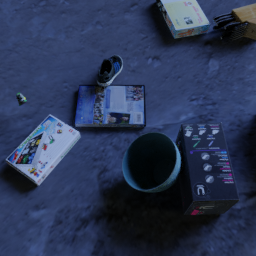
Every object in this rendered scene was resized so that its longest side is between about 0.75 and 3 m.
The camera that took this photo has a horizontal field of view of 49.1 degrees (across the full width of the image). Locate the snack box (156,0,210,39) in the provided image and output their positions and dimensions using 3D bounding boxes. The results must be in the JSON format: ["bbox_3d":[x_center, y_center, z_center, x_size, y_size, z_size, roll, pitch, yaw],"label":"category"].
[{"bbox_3d":[2.468,-5.356,12.912,1.618,0.517,2.786,-12,60,-7],"label":"snack box"}]

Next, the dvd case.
[{"bbox_3d":[-0.622,-0.859,10.414,2.569,0.225,1.833,0,58,0],"label":"dvd case"}]

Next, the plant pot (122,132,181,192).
[{"bbox_3d":[0.887,1.176,8.491,1.783,1.201,1.783,-17,56,27],"label":"plant pot"}]

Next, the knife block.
[{"bbox_3d":[4.965,-4.866,12.452,2.176,0.793,2.479,21,62,11],"label":"knife block"}]

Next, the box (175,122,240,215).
[{"bbox_3d":[2.247,1.215,8.431,1.290,1.487,2.432,-2,59,0],"label":"box"}]

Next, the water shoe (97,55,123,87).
[{"bbox_3d":[-0.648,-2.412,10.924,0.680,0.751,1.903,13,50,8],"label":"water shoe"}]

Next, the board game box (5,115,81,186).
[{"bbox_3d":[-2.804,0.676,9.405,1.367,0.375,2.165,30,64,17],"label":"board game box"}]

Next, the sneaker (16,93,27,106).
[{"bbox_3d":[-3.771,-1.011,9.784,0.307,0.336,0.788,-37,33,-10],"label":"sneaker"}]
